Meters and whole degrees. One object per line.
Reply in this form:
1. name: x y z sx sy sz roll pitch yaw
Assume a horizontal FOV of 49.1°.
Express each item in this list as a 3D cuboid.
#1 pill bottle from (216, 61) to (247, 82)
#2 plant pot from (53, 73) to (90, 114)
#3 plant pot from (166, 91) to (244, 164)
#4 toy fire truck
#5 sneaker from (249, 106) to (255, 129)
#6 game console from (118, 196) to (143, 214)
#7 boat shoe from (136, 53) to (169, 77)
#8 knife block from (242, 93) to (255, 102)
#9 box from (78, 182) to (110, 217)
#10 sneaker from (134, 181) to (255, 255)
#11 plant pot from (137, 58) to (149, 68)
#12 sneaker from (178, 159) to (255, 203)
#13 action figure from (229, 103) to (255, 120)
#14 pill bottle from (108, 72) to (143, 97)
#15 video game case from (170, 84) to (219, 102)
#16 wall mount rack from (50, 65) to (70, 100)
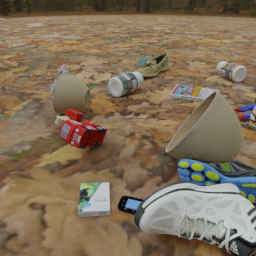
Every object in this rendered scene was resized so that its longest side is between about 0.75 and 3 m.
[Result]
1. pill bottle: 5.522 -3.068 15.057 0.887 0.887 1.525 -11 29 -20
2. plant pot: -2.093 -1.267 10.925 1.082 1.611 1.611 11 29 7
3. plant pot: 2.289 0.275 7.771 1.455 2.168 2.168 39 35 2
4. toy fire truck: -1.616 -0.039 8.734 1.759 0.608 2.494 24 7 14
5. sneaker: 5.219 -0.217 9.589 1.937 0.873 0.726 14 31 26
6. game console: 0.466 1.876 6.336 1.461 0.176 0.862 8 28 17
7. boat shoe: 1.416 -3.606 16.037 1.085 0.928 2.961 17 32 29
8. knife block: 5.523 -1.286 12.315 0.786 0.252 0.690 2 26 1
9. box: -0.794 1.686 6.690 0.727 0.183 1.007 -2 27 -4
10. sneaker: 1.549 1.823 5.331 2.665 1.006 1.534 -2 26 -23
11. plant pot: 0.997 -3.991 17.193 0.828 0.558 0.828 0 27 0
12. sneaker: 2.420 1.257 6.997 2.380 0.844 0.986 9 16 13
13. action figure: 5.142 -0.873 10.514 2.465 1.220 0.804 -1 50 -8
14. pill bottle: -0.069 -2.098 13.159 0.918 0.918 1.624 22 35 36
15. video game case: 3.115 -1.611 13.022 2.046 0.179 1.463 11 30 19
16. wall mount rack: -2.526 -1.692 11.129 0.549 1.472 1.279 20 -5 6
